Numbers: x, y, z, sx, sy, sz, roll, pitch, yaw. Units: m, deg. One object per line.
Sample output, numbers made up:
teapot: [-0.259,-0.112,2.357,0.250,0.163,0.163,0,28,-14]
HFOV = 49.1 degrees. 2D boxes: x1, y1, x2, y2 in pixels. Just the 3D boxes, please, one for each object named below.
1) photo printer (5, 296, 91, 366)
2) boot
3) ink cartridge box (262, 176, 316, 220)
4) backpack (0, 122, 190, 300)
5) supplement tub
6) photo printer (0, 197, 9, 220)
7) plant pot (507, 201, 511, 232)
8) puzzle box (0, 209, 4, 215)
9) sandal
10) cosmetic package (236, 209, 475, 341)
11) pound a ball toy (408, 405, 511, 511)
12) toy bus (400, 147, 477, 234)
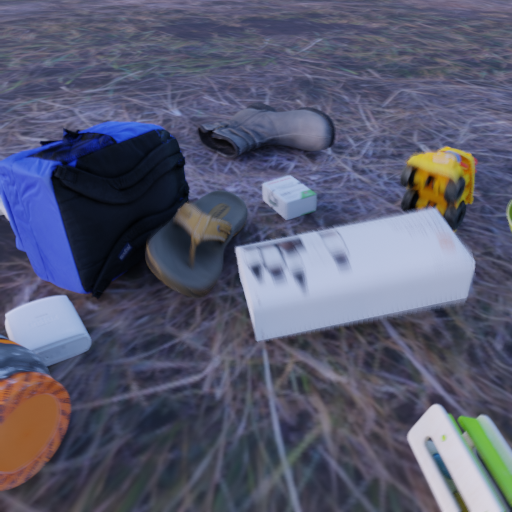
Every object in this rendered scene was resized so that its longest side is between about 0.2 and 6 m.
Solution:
photo printer: [-3.272,1.131,8.698,1.061,0.443,1.276,-18,38,-25]
boot: [0.200,-3.076,14.656,3.394,1.184,2.234,18,39,43]
ink cartridge box: [0.718,-1.299,12.354,0.778,0.448,1.066,-19,38,-21]
backpack: [-2.932,-1.254,10.426,2.630,2.547,3.134,20,39,31]
supplement tub: [-3.728,1.631,6.844,2.721,1.667,1.667,18,38,25]
photo printer: [-5.159,-1.326,11.900,0.786,0.945,0.328,-36,14,-27]
plant pot: [5.095,-0.111,9.284,1.603,1.713,1.603,-16,37,12]
puzzle box: [-6.149,-1.277,12.487,2.247,0.286,1.495,-14,37,-21]
sandal: [-0.895,-0.504,10.191,1.396,0.933,3.417,29,35,5]
cosmetic package: [1.485,0.242,8.814,3.388,0.858,1.398,-11,44,-6]
pound a ball toy: [2.657,2.763,6.069,1.363,0.888,2.090,17,28,-21]
toy bus: [3.819,-1.541,11.162,1.194,1.759,1.689,30,66,34]
